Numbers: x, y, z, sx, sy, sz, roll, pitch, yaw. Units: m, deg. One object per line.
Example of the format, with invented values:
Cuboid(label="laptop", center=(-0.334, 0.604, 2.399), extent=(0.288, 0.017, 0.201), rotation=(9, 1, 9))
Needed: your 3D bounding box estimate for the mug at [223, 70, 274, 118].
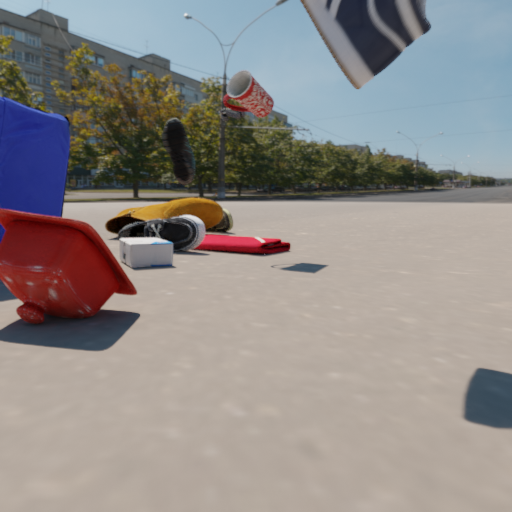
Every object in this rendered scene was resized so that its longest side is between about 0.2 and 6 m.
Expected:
Cuboid(label="mug", center=(-0.155, -3.143, 11.018), extent=(0.783, 0.588, 0.882), rotation=(5, -14, 38))

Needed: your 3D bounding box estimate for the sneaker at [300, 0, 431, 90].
Cuboid(label="sneaker", center=(0.896, -2.572, 5.164), extent=(0.991, 1.826, 0.640), rotation=(-31, -9, 25))

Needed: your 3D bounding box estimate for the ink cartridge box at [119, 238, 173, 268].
Cuboid(label="ink cartridge box", center=(-1.913, -0.072, 9.671), extent=(0.720, 0.422, 0.984), rotation=(-2, 6, -24))

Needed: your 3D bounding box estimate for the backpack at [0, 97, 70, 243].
Cuboid(label="backpack", center=(-4.740, -1.254, 9.080), extent=(2.675, 2.590, 3.188), rotation=(15, -8, -39))

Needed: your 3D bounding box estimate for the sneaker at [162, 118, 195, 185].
Cuboid(label="sneaker", center=(-1.968, -2.684, 14.495), extent=(0.647, 1.716, 0.680), rotation=(-9, 7, 12))

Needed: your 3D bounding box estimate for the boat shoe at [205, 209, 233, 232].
Cuboid(label="boat shoe", center=(-1.373, -1.025, 16.705), extent=(0.654, 0.711, 1.990), rotation=(-16, 14, -29))

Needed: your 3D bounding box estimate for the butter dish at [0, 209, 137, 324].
Cuboid(label="butter dish", center=(-2.029, 0.245, 5.543), extent=(1.245, 0.923, 1.249), rotation=(9, -34, 21))

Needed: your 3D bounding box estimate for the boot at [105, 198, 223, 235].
Cuboid(label="boot", center=(-2.395, -0.907, 14.981), extent=(2.879, 1.013, 2.061), rotation=(-4, 12, 5))

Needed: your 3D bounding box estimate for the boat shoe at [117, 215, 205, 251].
Cuboid(label="boat shoe", center=(-2.008, -0.451, 11.591), extent=(2.056, 0.738, 0.697), rotation=(2, 6, 33))

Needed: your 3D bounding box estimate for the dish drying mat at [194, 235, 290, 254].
Cuboid(label="dish drying mat", center=(-0.801, -0.288, 12.060), extent=(2.993, 0.272, 1.150), rotation=(5, 10, 36))

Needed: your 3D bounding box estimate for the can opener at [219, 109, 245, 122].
Cuboid(label="can opener", center=(-0.680, -3.965, 15.831), extent=(0.316, 0.396, 1.185), rotation=(-24, 31, -22))
